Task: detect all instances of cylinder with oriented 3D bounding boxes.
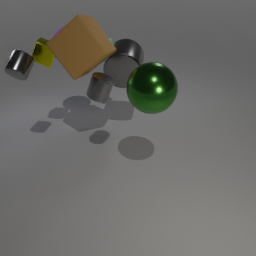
[{"bbox_3d":[-3.381,-1.959,8.764,0.700,0.700,0.700,12,72,18],"label":"cylinder"},{"bbox_3d":[-0.852,-1.249,8.604,0.700,0.700,0.700,18,30,-10],"label":"cylinder"},{"bbox_3d":[-0.134,-2.446,10.589,1.400,1.400,1.400,3,39,5],"label":"cylinder"}]

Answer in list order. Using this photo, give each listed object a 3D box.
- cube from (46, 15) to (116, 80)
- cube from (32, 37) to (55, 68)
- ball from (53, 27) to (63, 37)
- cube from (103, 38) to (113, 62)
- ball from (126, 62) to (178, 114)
[{"bbox_3d":[-1.448,-2.616,9.064,1.400,1.400,1.400,-34,10,20],"label":"cube"},{"bbox_3d":[-2.884,-2.629,9.756,0.700,0.700,0.700,21,27,-15],"label":"cube"},{"bbox_3d":[-2.201,-3.160,10.731,1.400,1.400,1.400,0,32,0],"label":"ball"},{"bbox_3d":[-1.009,-3.201,11.475,0.700,0.700,0.700,18,53,46],"label":"cube"},{"bbox_3d":[0.651,-1.079,7.623,1.400,1.400,1.400,0,32,0],"label":"ball"}]
